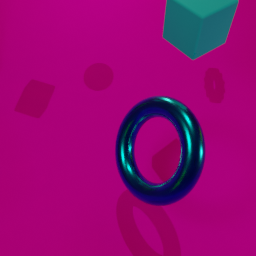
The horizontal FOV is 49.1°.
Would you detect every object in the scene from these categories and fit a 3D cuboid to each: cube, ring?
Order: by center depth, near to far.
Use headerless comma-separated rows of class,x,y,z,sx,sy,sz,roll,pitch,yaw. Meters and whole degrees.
cube,1.184,-1.829,4.755,0.820,0.820,0.820,-31,59,-20
ring,0.461,0.371,4.766,0.372,1.860,1.860,6,55,-44
